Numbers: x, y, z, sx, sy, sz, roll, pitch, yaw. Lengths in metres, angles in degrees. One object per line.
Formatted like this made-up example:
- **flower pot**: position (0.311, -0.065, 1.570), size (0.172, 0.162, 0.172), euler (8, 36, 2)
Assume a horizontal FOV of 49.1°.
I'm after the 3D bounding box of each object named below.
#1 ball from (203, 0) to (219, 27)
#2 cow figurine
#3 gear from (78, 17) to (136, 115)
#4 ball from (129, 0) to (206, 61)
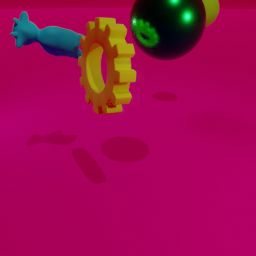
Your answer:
- **ball**: position (2.301, -3.712, 8.784), size (1.063, 1.063, 1.063), euler (0, 26, 0)
- **cow figurine**: position (-1.600, -1.808, 5.645), size (1.272, 0.698, 1.251), euler (16, 8, 23)
- **gear**: position (-0.412, -1.018, 4.757), size (0.289, 1.563, 1.563), euler (-9, 27, -30)
- **ball**: position (0.682, -1.851, 4.880), size (1.317, 1.317, 1.317), euler (0, 26, 0)
